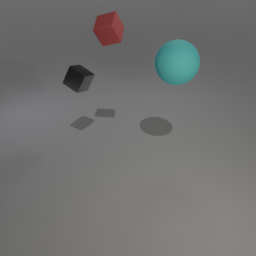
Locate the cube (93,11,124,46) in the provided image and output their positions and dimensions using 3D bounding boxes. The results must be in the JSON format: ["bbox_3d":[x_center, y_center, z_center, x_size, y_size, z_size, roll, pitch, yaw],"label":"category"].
[{"bbox_3d":[-0.608,-3.178,8.999,0.700,0.700,0.700,-5,58,23],"label":"cube"}]

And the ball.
[{"bbox_3d":[1.545,-2.061,8.839,1.400,1.400,1.400,0,32,0],"label":"ball"}]

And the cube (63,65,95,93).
[{"bbox_3d":[-1.723,-1.726,9.815,0.700,0.700,0.700,34,26,10],"label":"cube"}]
